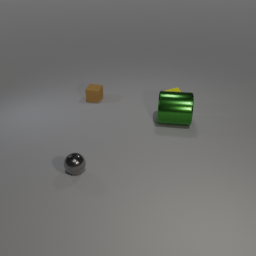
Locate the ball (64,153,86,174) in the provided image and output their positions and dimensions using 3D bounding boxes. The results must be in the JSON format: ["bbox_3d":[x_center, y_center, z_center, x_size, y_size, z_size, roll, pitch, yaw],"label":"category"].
[{"bbox_3d":[-1.723,1.147,9.060,0.700,0.700,0.700,0,29,0],"label":"ball"}]

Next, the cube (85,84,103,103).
[{"bbox_3d":[-1.689,-1.744,14.124,0.700,0.700,0.700,8,35,11],"label":"cube"}]

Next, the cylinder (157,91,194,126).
[{"bbox_3d":[1.994,-0.837,11.855,1.400,1.400,1.400,4,30,8],"label":"cylinder"}]

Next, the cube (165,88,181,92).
[{"bbox_3d":[2.160,-1.384,13.238,0.700,0.700,0.700,-13,44,-10],"label":"cube"}]
